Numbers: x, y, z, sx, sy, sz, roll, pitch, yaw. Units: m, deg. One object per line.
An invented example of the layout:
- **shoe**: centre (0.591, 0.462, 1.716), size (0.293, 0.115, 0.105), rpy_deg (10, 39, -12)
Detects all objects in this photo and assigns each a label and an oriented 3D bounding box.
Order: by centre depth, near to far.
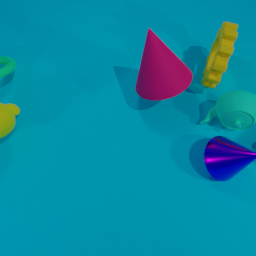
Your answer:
- **monkey head**: centre (-3.076, -0.278, 6.104), size (0.978, 1.623, 1.168), rpy_deg (-30, 101, 9)
- **cone**: centre (2.444, 0.632, 6.132), size (1.076, 1.080, 1.076), rpy_deg (5, 79, -26)
- **cone**: centre (0.660, -1.642, 6.465), size (1.431, 1.437, 1.431), rpy_deg (-13, 42, 12)
- **teapot**: centre (2.602, -0.364, 6.798), size (1.692, 1.052, 0.829), rpy_deg (-3, 53, 30)
- **gear**: centre (2.301, -1.834, 7.122), size (0.300, 1.620, 1.620), rpy_deg (17, 67, 4)
- **ring**: centre (-3.466, -1.550, 7.240), size (1.104, 0.221, 1.104), rpy_deg (-4, 38, 3)
